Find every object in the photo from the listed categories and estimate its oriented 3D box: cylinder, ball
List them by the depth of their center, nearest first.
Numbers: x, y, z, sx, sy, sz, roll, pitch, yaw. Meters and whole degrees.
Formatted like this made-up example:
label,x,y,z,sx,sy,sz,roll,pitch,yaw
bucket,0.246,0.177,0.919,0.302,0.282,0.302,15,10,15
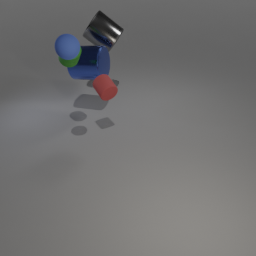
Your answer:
label,x,y,z,sx,sy,sz,roll,pitch,yaw
ball,-1.696,-2.270,7.839,0.700,0.700,0.700,0,32,0
cylinder,-1.993,-2.529,9.565,0.700,0.700,0.700,-14,-7,-21
cylinder,-0.835,-1.480,10.240,0.700,0.700,0.700,-19,58,-27
cylinder,-1.631,-2.731,11.763,1.400,1.400,1.400,5,32,17
cylinder,-1.153,-4.428,13.002,1.400,1.400,1.400,34,29,-15
